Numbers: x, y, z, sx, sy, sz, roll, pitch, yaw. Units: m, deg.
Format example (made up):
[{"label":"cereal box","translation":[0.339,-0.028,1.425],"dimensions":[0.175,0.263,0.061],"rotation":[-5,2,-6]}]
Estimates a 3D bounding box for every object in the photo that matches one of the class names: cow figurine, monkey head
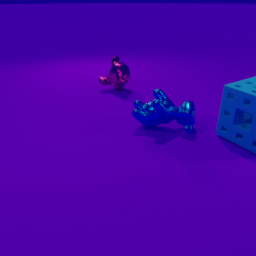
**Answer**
[{"label":"cow figurine","translation":[1.051,-0.358,7.656],"dimensions":[1.521,1.497,0.835],"rotation":[-26,37,33]},{"label":"monkey head","translation":[-0.493,-2.008,10.599],"dimensions":[1.152,0.965,1.601],"rotation":[-2,49,-20]}]

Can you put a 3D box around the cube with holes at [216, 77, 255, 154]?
[{"label":"cube with holes","translation":[3.254,-0.356,6.950],"dimensions":[1.347,1.347,1.347],"rotation":[-17,33,-31]}]
